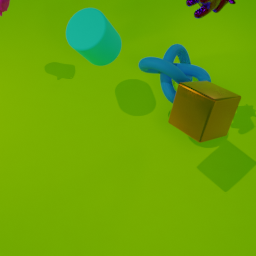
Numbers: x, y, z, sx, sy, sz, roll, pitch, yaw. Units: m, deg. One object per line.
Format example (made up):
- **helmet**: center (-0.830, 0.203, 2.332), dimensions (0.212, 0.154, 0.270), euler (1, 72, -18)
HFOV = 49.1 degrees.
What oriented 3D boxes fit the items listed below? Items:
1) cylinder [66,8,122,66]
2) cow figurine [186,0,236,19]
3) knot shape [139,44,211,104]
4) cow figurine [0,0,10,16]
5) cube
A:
- **cylinder**: center (-0.885, -2.397, 7.514), dimensions (1.141, 1.141, 1.141), euler (-3, 81, 18)
- **cow figurine**: center (1.758, -2.716, 5.670), dimensions (1.116, 1.134, 0.622), euler (-30, 83, -3)
- **knot shape**: center (1.309, -1.508, 7.403), dimensions (1.879, 0.868, 1.758), euler (33, 43, 4)
- **cow figurine**: center (-3.864, -3.749, 7.544), dimensions (1.324, 1.303, 0.727), euler (13, 53, 7)
- **cube**: center (1.665, -0.398, 6.182), dimensions (0.991, 0.991, 0.991), euler (-10, 34, -37)
